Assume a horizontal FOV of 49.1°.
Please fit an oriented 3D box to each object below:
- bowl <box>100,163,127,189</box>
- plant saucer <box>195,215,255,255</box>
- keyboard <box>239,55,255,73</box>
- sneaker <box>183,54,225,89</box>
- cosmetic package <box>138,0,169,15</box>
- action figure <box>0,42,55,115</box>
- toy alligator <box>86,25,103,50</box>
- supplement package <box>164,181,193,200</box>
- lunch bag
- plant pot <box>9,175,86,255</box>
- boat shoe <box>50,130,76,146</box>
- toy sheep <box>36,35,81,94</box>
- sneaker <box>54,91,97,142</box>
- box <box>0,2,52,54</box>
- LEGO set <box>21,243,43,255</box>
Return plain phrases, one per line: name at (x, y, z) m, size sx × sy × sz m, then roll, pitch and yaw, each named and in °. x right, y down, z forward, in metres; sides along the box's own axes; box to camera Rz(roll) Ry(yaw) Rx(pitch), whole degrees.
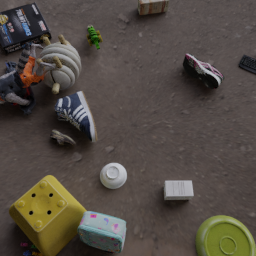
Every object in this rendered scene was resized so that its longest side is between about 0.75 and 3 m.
bowl at (-0.521, 1.628, 9.905) m, size 0.966 × 0.434 × 0.966 m, roll 0°, pitch 64°, yaw 0°
plant saucer at (3.139, 3.751, 8.903) m, size 1.935 × 0.301 × 1.935 m, roll 0°, pitch 63°, yaw 1°
keyboard at (5.937, -2.786, 12.288) m, size 1.874 × 0.193 × 1.191 m, roll 28°, pitch 66°, yaw 12°
sneaker at (3.220, -2.447, 11.909) m, size 0.861 × 0.801 × 1.995 m, roll -31°, pitch 70°, yaw -33°
cosmetic package at (1.220, -6.059, 13.643) m, size 1.431 × 0.740 × 0.625 m, roll -10°, pitch 65°, yaw -4°
action figure at (-4.430, -2.144, 11.057) m, size 2.851 × 1.542 × 2.947 m, roll -44°, pitch 63°, yaw 10°
toy alligator at (-1.610, -4.288, 12.614) m, size 0.601 × 0.550 × 2.028 m, roll -20°, pitch 52°, yaw -1°
supplement package at (1.710, 2.131, 9.575) m, size 0.912 × 0.553 × 0.546 m, roll 0°, pitch 63°, yaw 0°
lunch bag at (-0.795, 3.158, 8.409) m, size 1.424 × 1.775 × 0.684 m, roll 12°, pitch 53°, yaw 5°
plant pot at (-2.439, 2.571, 8.533) m, size 1.874 × 1.917 × 1.861 m, roll 41°, pitch 66°, yaw 18°
boat shoe at (-2.470, 0.457, 10.559) m, size 1.109 × 0.413 × 0.407 m, roll 24°, pitch 75°, yaw 21°
toy sheep at (-2.760, -2.485, 11.211) m, size 1.887 × 1.887 × 2.737 m, roll 5°, pitch 58°, yaw 3°
sneaker at (-2.017, -0.330, 10.654) m, size 1.281 × 0.828 × 2.361 m, roll -16°, pitch 57°, yaw -13°
box at (-4.979, -4.715, 13.075) m, size 2.217 × 0.555 × 2.234 m, roll -23°, pitch 66°, yaw -10°
LEGO set at (-2.966, 3.839, 8.796) m, size 0.978 × 0.401 × 0.373 m, roll 3°, pitch 64°, yaw 2°
